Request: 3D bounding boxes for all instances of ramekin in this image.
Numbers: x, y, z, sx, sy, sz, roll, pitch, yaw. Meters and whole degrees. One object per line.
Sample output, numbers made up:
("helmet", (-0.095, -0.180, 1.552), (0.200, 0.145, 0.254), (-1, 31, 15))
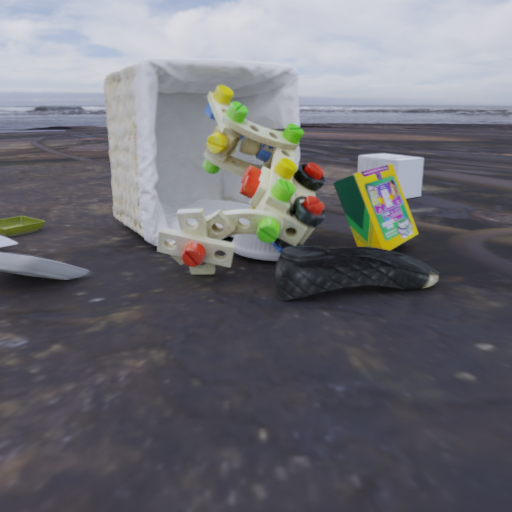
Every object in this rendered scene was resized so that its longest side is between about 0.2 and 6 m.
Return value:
("ramekin", (0.208, -0.337, 9.286), (1.234, 0.575, 1.234), (5, 15, -1))

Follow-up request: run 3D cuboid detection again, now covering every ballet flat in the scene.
("ballet flat", (1.364, 0.260, 7.614), (2.394, 0.680, 0.796), (3, 18, -16))

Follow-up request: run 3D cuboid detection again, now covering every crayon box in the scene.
("crayon box", (2.037, -0.768, 9.383), (0.455, 1.347, 1.561), (-19, 1, 38))

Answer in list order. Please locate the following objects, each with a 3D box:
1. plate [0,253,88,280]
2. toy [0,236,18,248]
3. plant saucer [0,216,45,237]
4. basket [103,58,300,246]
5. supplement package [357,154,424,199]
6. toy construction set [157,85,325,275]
("plate", (-3.241, 0.143, 7.792), (1.307, 0.212, 1.310), (4, -8, 18))
("toy", (-4.635, -0.087, 8.849), (1.101, 0.451, 1.912), (-17, 25, -39))
("plant saucer", (-4.731, -0.563, 10.943), (0.870, 0.208, 0.871), (12, 19, 36))
("basket", (-1.131, -2.032, 10.841), (3.183, 3.155, 2.560), (-9, 15, -32))
("supplement package", (3.533, -2.118, 14.850), (1.036, 1.044, 1.375), (-11, 20, -35))
("toy construction set", (-0.142, -1.127, 8.735), (2.274, 1.598, 3.468), (27, 49, -12))
